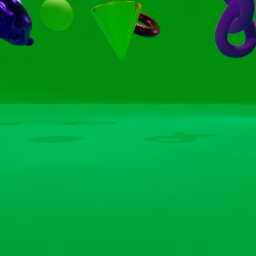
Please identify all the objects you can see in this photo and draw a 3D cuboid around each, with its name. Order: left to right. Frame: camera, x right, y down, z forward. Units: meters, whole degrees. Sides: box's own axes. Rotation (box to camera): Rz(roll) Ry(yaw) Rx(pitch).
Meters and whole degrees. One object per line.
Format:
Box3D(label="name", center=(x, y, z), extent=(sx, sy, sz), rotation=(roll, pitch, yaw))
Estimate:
Box3D(label="monkey head", center=(-2.834, -2.345, 6.304), extent=(1.243, 1.727, 1.041), rotation=(-25, 46, 4))
Box3D(label="ball", center=(-2.581, -4.124, 10.168), extent=(1.139, 1.139, 1.139), rotation=(0, 5, 0))
Box3D(label="cone", center=(-0.190, -2.002, 6.119), extent=(1.120, 1.124, 1.120), rotation=(-7, 7, 1))
Box3D(label="ring", center=(0.354, -3.947, 10.454), extent=(1.848, 0.370, 1.848), rotation=(16, 38, -13))
Box3D(label="knot shape", center=(2.529, -2.499, 6.482), extent=(0.852, 1.726, 1.844), rotation=(3, 10, 29))
